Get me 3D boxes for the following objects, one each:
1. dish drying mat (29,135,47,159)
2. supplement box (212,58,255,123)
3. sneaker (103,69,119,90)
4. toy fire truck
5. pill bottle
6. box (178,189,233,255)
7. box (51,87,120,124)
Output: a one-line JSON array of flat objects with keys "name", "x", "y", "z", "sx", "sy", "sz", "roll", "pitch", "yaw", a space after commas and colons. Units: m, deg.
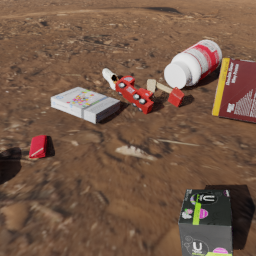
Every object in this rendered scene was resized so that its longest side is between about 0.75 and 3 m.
[{"name": "dish drying mat", "x": -2.547, "y": 0.509, "z": 7.961, "sx": 0.437, "sy": 0.103, "sz": 1.137, "roll": -12, "pitch": 29, "yaw": -8}, {"name": "supplement box", "x": 3.790, "y": -1.218, "z": 8.930, "sx": 1.825, "sy": 1.800, "sz": 1.211, "roll": 11, "pitch": 17, "yaw": 17}, {"name": "sneaker", "x": -0.648, "y": -2.124, "z": 11.411, "sx": 0.435, "sy": 0.506, "sz": 1.195, "roll": -15, "pitch": 55, "yaw": -27}, {"name": "toy fire truck", "x": 0.744, "y": -1.270, "z": 9.898, "sx": 2.101, "sy": 0.512, "sz": 1.482, "roll": 40, "pitch": 63, "yaw": 18}, {"name": "pill bottle", "x": 2.654, "y": -2.576, "z": 11.479, "sx": 1.375, "sy": 1.375, "sz": 2.449, "roll": 28, "pitch": 49, "yaw": 36}, {"name": "box", "x": 1.473, "y": 1.751, "z": 5.217, "sx": 0.887, "sy": 0.742, "sz": 1.194, "roll": -3, "pitch": 16, "yaw": 19}, {"name": "box", "x": -1.443, "y": -0.838, "z": 9.663, "sx": 1.883, "sy": 0.388, "sz": 1.468, "roll": 20, "pitch": 31, "yaw": 25}]
